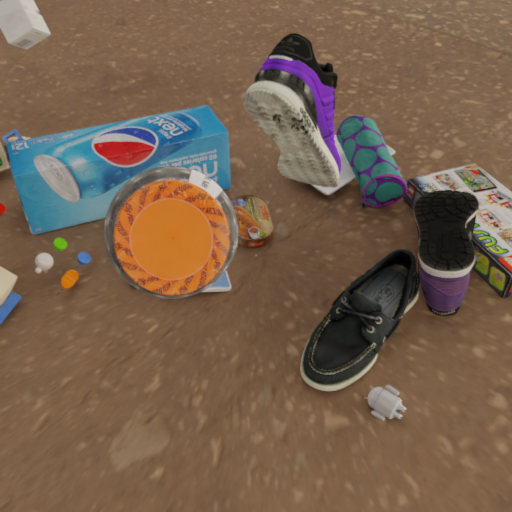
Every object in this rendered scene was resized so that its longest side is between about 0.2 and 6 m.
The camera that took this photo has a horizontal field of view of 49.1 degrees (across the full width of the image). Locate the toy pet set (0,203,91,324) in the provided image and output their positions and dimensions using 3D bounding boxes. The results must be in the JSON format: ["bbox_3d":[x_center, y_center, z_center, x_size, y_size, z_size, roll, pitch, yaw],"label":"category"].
[{"bbox_3d":[-4.313,0.362,9.894,1.949,1.035,1.820,33,42,-12],"label":"toy pet set"}]

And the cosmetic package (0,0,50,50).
[{"bbox_3d":[-3.299,-3.290,7.856,0.457,0.554,0.457,-25,5,13],"label":"cosmetic package"}]

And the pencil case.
[{"bbox_3d":[2.479,-2.080,12.284,0.978,1.062,2.297,-15,49,4],"label":"pencil case"}]

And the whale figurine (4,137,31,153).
[{"bbox_3d":[-5.745,-2.672,13.628,0.689,0.450,0.866,-4,18,2],"label":"whale figurine"}]

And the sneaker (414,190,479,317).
[{"bbox_3d":[3.335,-0.109,10.083,1.116,1.291,2.948,6,36,20],"label":"sneaker"}]

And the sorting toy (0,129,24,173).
[{"bbox_3d":[-6.307,-2.237,12.726,2.102,0.286,1.183,-26,68,-6],"label":"sorting toy"}]

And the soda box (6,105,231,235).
[{"bbox_3d":[-2.790,-1.887,11.860,4.327,1.468,1.388,-16,44,-18],"label":"soda box"}]

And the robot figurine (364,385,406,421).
[{"bbox_3d":[1.885,2.146,8.189,0.591,0.334,0.501,28,82,28],"label":"robot figurine"}]

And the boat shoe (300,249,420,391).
[{"bbox_3d":[1.781,0.894,9.081,1.142,1.013,3.056,33,51,32],"label":"boat shoe"}]

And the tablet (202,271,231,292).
[{"bbox_3d":[-1.230,0.013,10.584,1.213,0.127,1.865,1,41,-20],"label":"tablet"}]

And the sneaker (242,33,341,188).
[{"bbox_3d":[0.917,-2.353,9.271,1.119,3.217,1.600,14,75,23],"label":"sneaker"}]

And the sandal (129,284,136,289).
[{"bbox_3d":[-2.099,-0.063,10.647,0.614,0.369,1.635,-1,42,-1],"label":"sandal"}]

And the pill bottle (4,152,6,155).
[{"bbox_3d":[-6.285,-2.271,13.083,0.752,0.436,0.436,0,42,1],"label":"pill bottle"}]

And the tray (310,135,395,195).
[{"bbox_3d":[1.956,-2.181,13.027,2.558,0.284,1.374,-33,57,-31],"label":"tray"}]

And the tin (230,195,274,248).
[{"bbox_3d":[-0.108,-0.716,11.456,0.834,0.312,1.489,-9,42,-4],"label":"tin"}]

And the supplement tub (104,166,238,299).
[{"bbox_3d":[-0.968,-0.324,6.462,1.416,1.416,2.311,-7,9,-8],"label":"supplement tub"}]

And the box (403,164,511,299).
[{"bbox_3d":[4.601,-0.644,11.145,1.792,0.565,3.256,-14,44,-16],"label":"box"}]
